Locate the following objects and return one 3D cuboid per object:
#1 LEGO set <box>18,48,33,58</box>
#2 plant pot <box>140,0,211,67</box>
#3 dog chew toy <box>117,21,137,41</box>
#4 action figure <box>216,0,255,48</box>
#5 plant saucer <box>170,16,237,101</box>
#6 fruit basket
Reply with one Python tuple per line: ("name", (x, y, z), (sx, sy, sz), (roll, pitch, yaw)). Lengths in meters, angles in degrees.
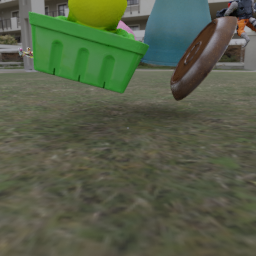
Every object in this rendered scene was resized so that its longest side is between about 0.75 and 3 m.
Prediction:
("LEGO set", (-3.425, -2.805, 10.236), (1.057, 0.486, 0.393), (-32, 47, -30))
("plant pot", (1.719, -3.409, 9.568), (2.517, 2.365, 2.517), (2, 19, -1))
("dog chew toy", (-0.508, -3.118, 10.439), (1.845, 1.845, 2.963), (-5, 25, -20))
("action figure", (3.406, -3.154, 7.728), (1.621, 1.568, 0.848), (-23, -1, -13))
("plant saucer", (1.174, -1.206, 4.726), (0.259, 1.614, 1.614), (32, 11, -9))
("fruit basket", (-0.856, -2.609, 7.172), (3.174, 3.174, 2.289), (0, 11, 1))
